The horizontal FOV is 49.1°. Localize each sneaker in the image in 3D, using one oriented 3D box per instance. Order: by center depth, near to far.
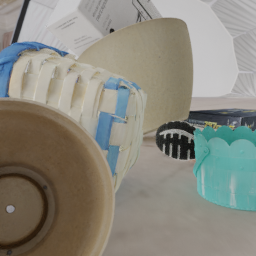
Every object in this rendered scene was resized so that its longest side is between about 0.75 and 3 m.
[{"bbox_3d":[1.421,0.315,5.103,1.928,0.711,0.771,9,-3,30],"label":"sneaker"}]

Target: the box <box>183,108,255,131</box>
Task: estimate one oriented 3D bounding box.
[{"bbox_3d":[3.205,-0.206,8.345,2.497,0.637,1.969,-6,11,-35],"label":"box"}]

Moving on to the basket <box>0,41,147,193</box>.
[{"bbox_3d":[-1.094,-0.100,3.295,2.483,1.727,2.189,16,10,9],"label":"basket"}]

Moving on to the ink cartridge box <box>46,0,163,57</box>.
[{"bbox_3d":[-0.217,-2.437,7.021,1.241,2.149,2.944,-6,-32,42],"label":"ink cartridge box"}]

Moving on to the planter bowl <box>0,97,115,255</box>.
[{"bbox_3d":[-0.796,0.518,1.879,1.219,1.219,0.821,-4,-18,-25],"label":"planter bowl"}]

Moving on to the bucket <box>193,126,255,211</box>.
[{"bbox_3d":[1.364,0.421,3.378,1.204,0.783,1.204,1,8,0],"label":"bucket"}]

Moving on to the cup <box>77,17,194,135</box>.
[{"bbox_3d":[0.409,-0.967,7.002,2.970,2.124,2.970,-19,-5,-2],"label":"cup"}]
